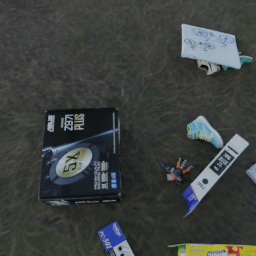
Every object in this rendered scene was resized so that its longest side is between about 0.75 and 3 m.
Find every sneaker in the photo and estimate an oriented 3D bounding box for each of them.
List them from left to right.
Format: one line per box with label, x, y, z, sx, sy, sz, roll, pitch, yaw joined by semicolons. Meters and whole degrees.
sneaker;2.471;0.286;9.316;0.855;0.521;1.309;-27;60;-13
sneaker;2.811;-2.575;10.536;0.600;0.502;1.355;-29;69;-14
sneaker;4.114;-2.443;10.595;1.163;0.451;0.463;-10;87;1

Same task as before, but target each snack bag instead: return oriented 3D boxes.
snack bag;3.053;-3.021;10.386;2.217;0.252;2.352;12;47;-2

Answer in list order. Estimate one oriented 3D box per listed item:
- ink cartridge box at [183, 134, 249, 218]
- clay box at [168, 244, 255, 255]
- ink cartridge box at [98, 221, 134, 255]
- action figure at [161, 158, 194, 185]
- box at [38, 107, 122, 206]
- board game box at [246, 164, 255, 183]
ink cartridge box;2.424;1.445;8.353;0.530;1.344;2.703;41;71;17
clay box;2.252;3.415;7.539;2.237;1.285;0.532;0;67;1
ink cartridge box;-0.296;3.451;8.061;0.631;0.297;1.343;-27;69;-12
action figure;1.507;1.297;8.908;0.921;0.481;0.890;39;64;16
box;-1.374;0.868;8.670;2.292;1.205;2.799;-2;67;0
board game box;4.451;1.488;8.958;0.953;0.196;0.950;-33;71;-13
